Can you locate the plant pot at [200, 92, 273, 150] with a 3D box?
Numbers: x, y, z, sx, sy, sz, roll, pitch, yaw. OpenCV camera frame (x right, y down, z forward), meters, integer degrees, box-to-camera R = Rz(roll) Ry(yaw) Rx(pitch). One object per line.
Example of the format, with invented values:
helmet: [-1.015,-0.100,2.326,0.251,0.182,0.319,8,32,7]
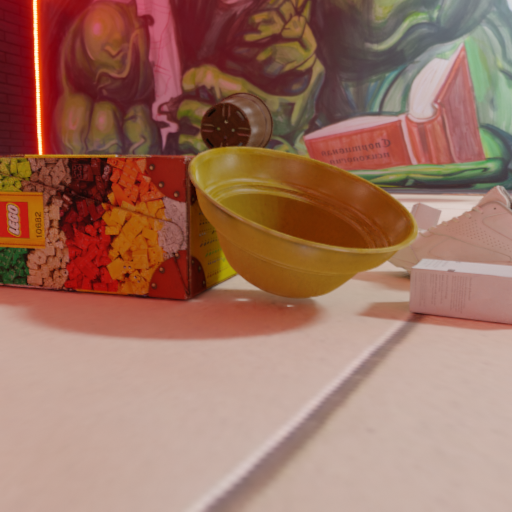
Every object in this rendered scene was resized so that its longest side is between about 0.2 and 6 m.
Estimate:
plant pot: [-0.335,-1.992,8.681,1.045,1.045,1.034,2,17,12]

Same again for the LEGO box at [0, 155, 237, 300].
LEGO box: [-1.624,-0.686,8.850,3.286,1.703,4.412,3,9,18]

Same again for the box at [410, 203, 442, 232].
box: [3.599,-0.801,12.035,0.536,0.533,0.459,19,-1,-1]

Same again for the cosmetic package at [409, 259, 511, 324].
cosmetic package: [2.333,0.365,5.939,1.271,0.516,0.717,3,10,26]

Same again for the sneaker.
sneaker: [3.004,-0.298,7.651,2.643,1.313,1.030,5,10,29]

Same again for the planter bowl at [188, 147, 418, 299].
planter bowl: [0.411,-0.263,6.405,2.598,1.082,2.598,12,27,-6]
